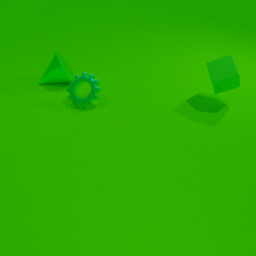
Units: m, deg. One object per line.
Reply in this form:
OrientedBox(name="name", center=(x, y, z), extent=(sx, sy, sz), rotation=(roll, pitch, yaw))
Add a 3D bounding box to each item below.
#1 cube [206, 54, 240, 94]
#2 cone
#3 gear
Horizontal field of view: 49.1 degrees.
OrientedBox(name="cube", center=(3.043, -1.697, 8.941), extent=(0.808, 0.808, 0.808), rotation=(-16, 66, 17))
OrientedBox(name="cone", center=(-2.763, -1.903, 10.162), extent=(1.236, 1.231, 1.231), rotation=(-28, 40, 8))
OrientedBox(name="gear", center=(-1.426, -1.217, 9.061), extent=(1.109, 0.205, 1.109), rotation=(-2, 81, 15))
